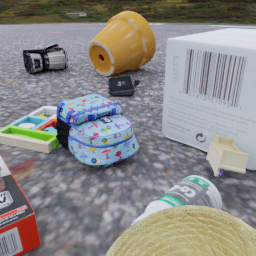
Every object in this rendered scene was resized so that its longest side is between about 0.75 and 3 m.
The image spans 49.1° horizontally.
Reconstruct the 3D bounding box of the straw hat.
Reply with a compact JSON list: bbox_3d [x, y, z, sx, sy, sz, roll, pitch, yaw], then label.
[{"bbox_3d":[0.564,1.829,2.628,2.017,0.853,2.017,-18,39,16],"label":"straw hat"}]

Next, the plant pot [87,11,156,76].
[{"bbox_3d":[-0.476,-3.699,13.038,2.682,2.682,2.456,19,46,35],"label":"plant pot"}]

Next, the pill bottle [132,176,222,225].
[{"bbox_3d":[0.709,1.269,4.002,0.749,0.749,1.324,21,32,39],"label":"pill bottle"}]

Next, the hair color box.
[{"bbox_3d":[-2.248,1.176,4.343,1.066,0.643,2.100,-18,30,-32],"label":"hair color box"}]

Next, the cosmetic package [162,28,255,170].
[{"bbox_3d":[2.716,-0.991,6.859,2.469,2.471,2.995,23,34,40],"label":"cosmetic package"}]

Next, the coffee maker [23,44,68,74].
[{"bbox_3d":[-4.091,-3.265,13.684,1.856,1.250,1.782,-14,5,-30],"label":"coffee maker"}]

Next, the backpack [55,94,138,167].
[{"bbox_3d":[-0.635,0.059,6.203,1.568,1.156,1.718,-15,30,-32],"label":"backpack"}]

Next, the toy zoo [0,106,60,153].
[{"bbox_3d":[-2.118,-0.121,7.641,1.628,0.254,2.482,9,27,19],"label":"toy zoo"}]

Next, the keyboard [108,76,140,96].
[{"bbox_3d":[-0.118,-1.674,11.066,1.286,0.275,2.141,-8,26,-1],"label":"keyboard"}]

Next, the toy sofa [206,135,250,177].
[{"bbox_3d":[1.825,0.535,5.227,0.453,0.534,1.094,12,13,3],"label":"toy sofa"}]
